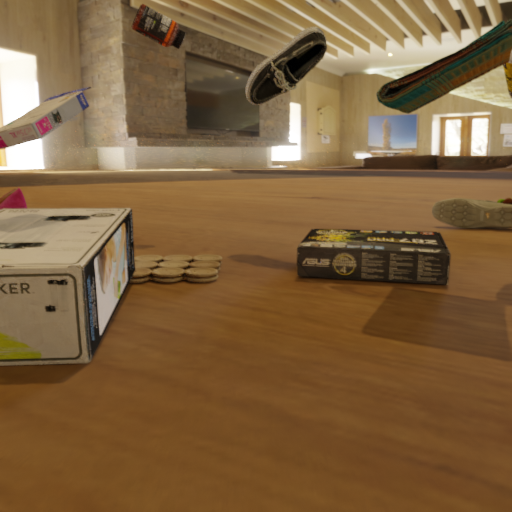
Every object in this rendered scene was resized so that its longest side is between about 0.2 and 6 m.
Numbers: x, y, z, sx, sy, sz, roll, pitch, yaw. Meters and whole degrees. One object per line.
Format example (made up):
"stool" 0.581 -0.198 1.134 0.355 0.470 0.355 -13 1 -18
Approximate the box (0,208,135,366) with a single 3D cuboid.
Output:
"box" -2.441 0.163 6.207 1.799 0.927 3.085 -1 14 -5

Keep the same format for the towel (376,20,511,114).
"towel" 2.347 -2.207 6.834 1.544 0.228 2.106 -24 1 25

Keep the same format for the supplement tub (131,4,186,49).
"supplement tub" -1.970 -4.630 11.415 1.031 0.551 0.551 23 2 -21

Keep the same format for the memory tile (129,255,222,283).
"memory tile" -1.490 0.191 8.477 1.912 0.161 1.466 0 11 -1

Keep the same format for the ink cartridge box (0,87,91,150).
"ink cartridge box" -2.600 -1.717 6.921 0.738 0.260 1.237 -5 35 27

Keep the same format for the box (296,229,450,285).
"box" 1.795 -0.033 8.663 2.147 0.527 1.731 3 14 13

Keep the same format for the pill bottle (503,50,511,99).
"pill bottle" 3.769 -2.735 7.816 0.607 1.090 0.607 -19 43 19

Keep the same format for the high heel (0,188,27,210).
"high heel" -5.380 -0.693 10.585 0.757 1.079 2.249 9 14 40

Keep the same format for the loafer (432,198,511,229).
"loafer" 5.225 -0.964 13.169 2.077 0.726 0.725 10 5 20

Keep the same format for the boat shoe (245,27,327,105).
"boat shoe" 0.528 -3.207 9.864 1.788 0.611 0.660 -31 -47 26

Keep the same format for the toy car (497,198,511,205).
"toy car" 6.006 -0.931 13.600 0.895 0.706 0.735 -33 15 -11
